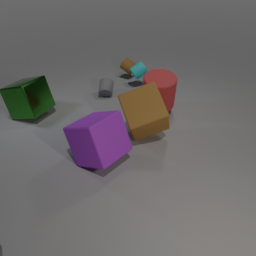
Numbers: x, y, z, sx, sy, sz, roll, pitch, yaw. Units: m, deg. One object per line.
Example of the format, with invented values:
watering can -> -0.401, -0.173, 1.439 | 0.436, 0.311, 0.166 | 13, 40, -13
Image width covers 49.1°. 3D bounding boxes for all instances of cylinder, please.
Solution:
cylinder -> -1.084, -2.014, 13.865 | 0.700, 0.700, 0.700 | 3, 68, 5
cylinder -> 0.033, -3.495, 15.850 | 0.700, 0.700, 0.700 | 38, 41, 11
cylinder -> 0.569, -3.018, 14.711 | 0.700, 0.700, 0.700 | -34, 34, 3
cylinder -> 1.330, -1.574, 11.948 | 1.400, 1.400, 1.400 | 0, 44, 0

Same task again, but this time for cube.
cube -> -0.959, 0.347, 9.036 | 1.400, 1.400, 1.400 | -1, 23, 44
cube -> -4.231, -1.286, 11.895 | 1.400, 1.400, 1.400 | -2, 27, 29
cube -> 0.593, -0.559, 10.093 | 1.400, 1.400, 1.400 | -20, 69, 2
